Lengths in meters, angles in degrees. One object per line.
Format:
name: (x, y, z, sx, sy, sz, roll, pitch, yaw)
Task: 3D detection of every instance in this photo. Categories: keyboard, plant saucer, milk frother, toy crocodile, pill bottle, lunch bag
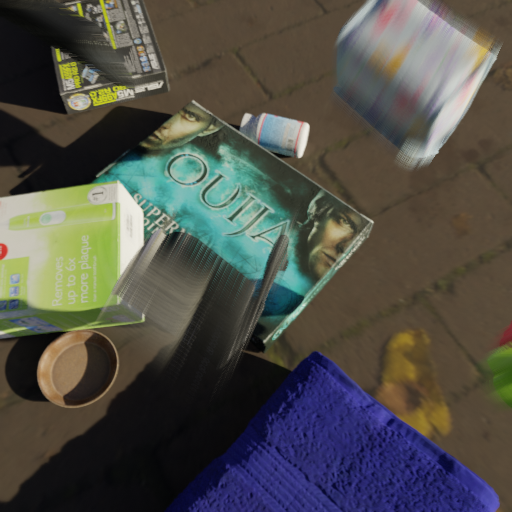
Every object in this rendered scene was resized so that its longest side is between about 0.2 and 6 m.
keyboard: (-2.969, -2.785, 6.236, 3.232, 1.682, 0.640, 31, 84, 13)
plant saucer: (-2.517, 1.615, 7.981, 1.136, 0.208, 1.136, 0, 61, 0)
milk frother: (-0.383, 0.126, 4.677, 1.076, 1.032, 1.144, 37, 36, -4)
toy crocodile: (2.941, 0.921, 5.921, 0.726, 0.794, 2.353, 44, 35, 13)
pill bottle: (0.308, -2.130, 9.787, 1.131, 0.615, 0.615, 15, 63, 8)
lunch bag: (1.809, -2.064, 6.896, 1.159, 1.822, 1.545, -45, 77, -3)

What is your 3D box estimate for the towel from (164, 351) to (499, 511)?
towel: (0.552, 3.423, 6.662, 2.904, 0.974, 3.933, 37, 68, 25)

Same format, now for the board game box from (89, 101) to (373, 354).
board game box: (-0.502, -0.673, 9.027, 3.940, 0.555, 2.665, 37, 68, 18)

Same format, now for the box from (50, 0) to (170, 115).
box: (-2.921, -4.004, 10.845, 1.972, 0.545, 2.461, -16, 63, -8)

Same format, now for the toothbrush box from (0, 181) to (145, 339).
toothbrush box: (-2.953, 0.105, 8.005, 2.497, 1.075, 1.818, -7, 70, 7)
